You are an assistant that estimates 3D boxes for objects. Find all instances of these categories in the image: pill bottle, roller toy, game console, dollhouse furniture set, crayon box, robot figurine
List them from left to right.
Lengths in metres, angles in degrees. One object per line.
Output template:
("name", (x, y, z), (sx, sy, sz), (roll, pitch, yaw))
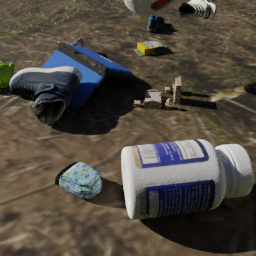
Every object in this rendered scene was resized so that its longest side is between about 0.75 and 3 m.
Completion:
("robot figurine", (-4.895, -2.044, 10.369), (1.592, 0.921, 1.396), (26, 46, 29))
("game console", (-1.677, -1.964, 10.554), (2.784, 1.647, 2.376), (35, 23, 31))
("crayon box", (0.971, -3.708, 12.959), (1.229, 0.317, 0.773), (-16, 41, -18))
("roller toy", (0.683, -4.818, 8.986), (2.130, 1.488, 1.943), (11, 74, 18))
("dollhouse furniture set", (1.036, -1.332, 9.605), (1.525, 0.744, 1.300), (4, 38, 5))
("pill bottle", (1.191, 1.030, 5.973), (2.528, 1.513, 1.513), (-5, 39, -6))

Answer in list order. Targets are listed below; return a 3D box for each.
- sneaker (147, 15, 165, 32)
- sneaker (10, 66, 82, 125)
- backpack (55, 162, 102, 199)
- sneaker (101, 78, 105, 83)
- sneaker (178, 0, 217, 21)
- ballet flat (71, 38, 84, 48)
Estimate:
("sneaker", (1.575, -5.865, 15.336), (0.681, 0.762, 1.861), (13, 40, 17))
("sneaker", (-2.953, -1.023, 9.004), (2.681, 1.019, 1.937), (-5, 50, 19))
("backpack", (-1.071, 1.212, 6.505), (0.976, 0.750, 0.796), (37, 41, 18))
("sneaker", (-1.345, -2.298, 10.928), (0.788, 0.613, 1.752), (-31, 46, -29))
("sneaker", (1.589, -3.061, 7.046), (0.783, 0.513, 1.360), (3, 29, -14))
("ballet flat", (-2.325, -3.148, 12.066), (0.753, 0.762, 2.239), (30, 49, 3))
